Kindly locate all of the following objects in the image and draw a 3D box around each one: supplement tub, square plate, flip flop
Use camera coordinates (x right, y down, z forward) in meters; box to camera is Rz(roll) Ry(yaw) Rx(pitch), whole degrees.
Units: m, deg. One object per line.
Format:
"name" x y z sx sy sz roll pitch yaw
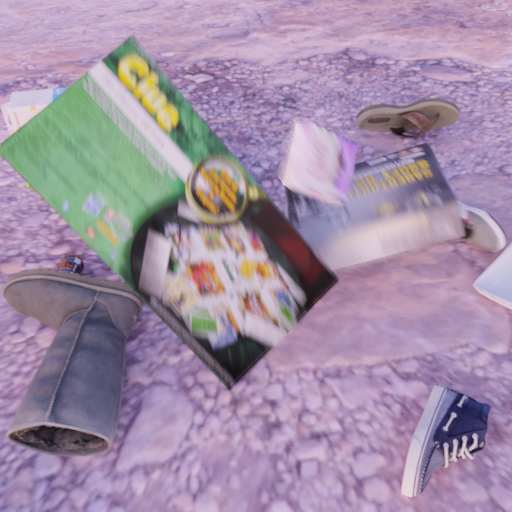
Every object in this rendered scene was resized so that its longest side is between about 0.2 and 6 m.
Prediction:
"supplement tub" -3.329 0.370 9.866 0.423 0.423 0.791 1 42 1
"square plate" 5.387 0.562 9.706 2.427 0.348 2.450 31 50 31
"flip flop" 3.696 -3.250 13.650 2.495 1.012 0.718 -3 63 -4

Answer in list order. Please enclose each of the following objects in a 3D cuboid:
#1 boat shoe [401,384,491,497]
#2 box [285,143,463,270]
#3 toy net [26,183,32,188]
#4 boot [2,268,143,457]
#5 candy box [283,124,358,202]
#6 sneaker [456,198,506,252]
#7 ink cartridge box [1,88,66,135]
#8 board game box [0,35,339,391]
"boat shoe" 2.519 2.456 7.307 0.824 0.663 1.776 14 42 26
"box" 1.948 -0.856 9.993 2.836 0.686 2.246 -15 34 14
"toy net" -3.726 -2.101 11.800 2.839 0.548 1.489 -6 29 35
"boot" -3.016 1.508 8.326 2.522 1.006 2.773 3 48 6
"candy box" 0.937 -1.314 8.045 1.053 0.883 0.377 11 2 -45
"sneaker" 3.540 -0.587 10.627 1.259 0.872 2.086 -33 57 -23
"ink cartridge box" -5.368 -3.462 13.775 1.490 0.958 0.933 -8 42 -10
"board game box" -1.051 -0.500 7.805 2.344 4.474 0.525 -43 13 -7
